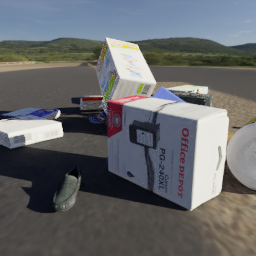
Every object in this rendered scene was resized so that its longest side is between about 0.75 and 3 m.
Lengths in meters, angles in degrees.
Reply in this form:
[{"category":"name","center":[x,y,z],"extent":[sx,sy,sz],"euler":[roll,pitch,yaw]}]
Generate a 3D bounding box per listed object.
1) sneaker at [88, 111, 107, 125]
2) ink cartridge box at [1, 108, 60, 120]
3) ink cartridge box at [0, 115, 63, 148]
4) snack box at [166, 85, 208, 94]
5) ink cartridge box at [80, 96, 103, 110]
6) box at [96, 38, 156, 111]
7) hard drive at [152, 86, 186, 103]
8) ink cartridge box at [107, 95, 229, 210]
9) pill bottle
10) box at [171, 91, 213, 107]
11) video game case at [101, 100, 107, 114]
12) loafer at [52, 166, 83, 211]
[{"category":"sneaker","center":[-0.937,-0.430,10.760],"extent":[1.352,0.530,0.509],"euler":[9,17,28]},{"category":"ink cartridge box","center":[-3.875,-0.472,11.252],"extent":[1.638,0.389,1.657],"euler":[7,19,18]},{"category":"ink cartridge box","center":[-3.496,0.054,9.217],"extent":[1.769,0.550,2.198],"euler":[-15,17,-43]},{"category":"snack box","center":[3.632,-2.271,17.365],"extent":[1.523,0.486,2.622],"euler":[14,21,41]},{"category":"ink cartridge box","center":[-1.046,-1.091,12.229],"extent":[1.948,0.575,2.434],"euler":[-3,5,-12]},{"category":"box","center":[-0.174,-1.750,9.316],"extent":[1.219,1.353,2.406],"euler":[5,43,-23]},{"category":"hard drive","center":[1.396,-0.448,8.682],"extent":[1.661,0.211,1.096],"euler":[37,69,14]},{"category":"ink cartridge box","center":[0.679,0.347,5.766],"extent":[0.984,1.715,2.361],"euler":[-14,21,-41]},{"category":"pill bottle","center":[3.284,0.351,6.349],"extent":[1.419,1.419,2.524],"euler":[11,18,34]},{"category":"box","center":[2.785,-1.195,13.009],"extent":[1.990,0.785,1.405],"euler":[8,15,26]},{"category":"video game case","center":[0.320,-0.457,10.223],"extent":[2.443,0.289,2.224],"euler":[12,12,-16]},{"category":"loafer","center":[-1.155,1.130,5.355],"extent":[0.436,0.451,1.284],"euler":[1,16,4]}]
